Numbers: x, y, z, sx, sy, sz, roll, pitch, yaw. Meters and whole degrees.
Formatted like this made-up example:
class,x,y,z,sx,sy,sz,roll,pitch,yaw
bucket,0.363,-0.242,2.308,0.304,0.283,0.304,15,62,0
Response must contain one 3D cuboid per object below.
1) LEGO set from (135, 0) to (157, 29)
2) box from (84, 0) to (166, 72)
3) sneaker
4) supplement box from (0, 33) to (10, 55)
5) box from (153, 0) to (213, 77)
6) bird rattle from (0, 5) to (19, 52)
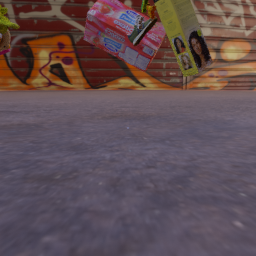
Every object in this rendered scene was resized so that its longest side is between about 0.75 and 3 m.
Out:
class,x,y,z,sx,sy,sz,roll,pitch,yaw
LEGO set,0.438,-2.938,6.560,0.429,1.124,0.461,-4,33,-23
box,-0.111,-3.337,9.957,2.608,1.235,1.338,28,-29,-1
sneaker,0.373,-2.961,8.258,0.459,1.022,0.343,46,18,13
supplement box,-4.010,-2.555,7.341,0.830,0.848,1.640,-14,-14,15
box,1.657,-2.833,8.259,0.927,2.463,0.617,-38,19,-34
bird rattle,-2.697,-1.802,5.338,1.182,0.964,0.666,-26,61,-27
